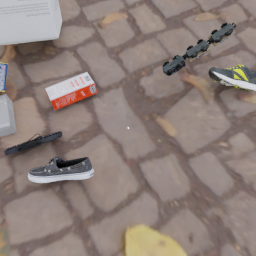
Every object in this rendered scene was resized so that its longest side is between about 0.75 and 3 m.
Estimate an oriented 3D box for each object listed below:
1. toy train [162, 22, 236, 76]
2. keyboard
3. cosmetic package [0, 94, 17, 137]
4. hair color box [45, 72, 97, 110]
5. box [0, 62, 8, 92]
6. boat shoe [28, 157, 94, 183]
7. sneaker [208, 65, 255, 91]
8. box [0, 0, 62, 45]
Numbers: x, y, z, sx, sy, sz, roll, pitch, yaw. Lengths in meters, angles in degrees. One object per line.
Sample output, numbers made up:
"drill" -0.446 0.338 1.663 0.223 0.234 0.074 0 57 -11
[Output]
"toy train" 1.865 -2.044 7.355 2.165 0.496 0.369 -33 73 6
"keyboard" -2.285 0.279 6.782 1.394 0.726 0.276 -21 105 -16
"cosmetic package" -3.281 -0.312 7.289 0.537 0.454 1.006 -18 62 -5
"hair color box" -1.534 -1.011 7.590 1.236 0.379 0.628 -24 49 -11
"box" -4.265 -1.416 6.889 2.347 0.822 0.755 6 94 -27
"boat shoe" -1.576 0.902 6.421 1.585 0.554 0.525 -4 107 15
"sneaker" 2.876 -1.456 7.610 1.486 0.553 0.629 15 94 -16
"box" -2.851 -3.380 7.828 1.738 1.489 1.730 -9 36 -4
